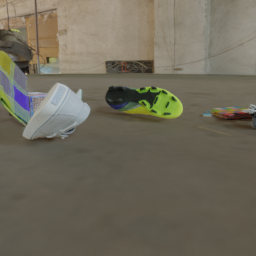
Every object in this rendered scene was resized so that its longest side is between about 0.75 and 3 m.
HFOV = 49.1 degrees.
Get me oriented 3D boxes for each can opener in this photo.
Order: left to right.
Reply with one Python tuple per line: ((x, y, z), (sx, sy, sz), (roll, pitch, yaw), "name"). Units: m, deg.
((3.816, -0.348, 8.179), (0.528, 0.667, 2.007), (7, 7, 36), "can opener")

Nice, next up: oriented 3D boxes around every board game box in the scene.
((-3.140, -0.790, 9.513), (1.476, 0.715, 1.176), (10, 16, 37), "board game box")

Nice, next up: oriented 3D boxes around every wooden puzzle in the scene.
((3.584, -0.538, 9.550), (2.150, 0.151, 1.275), (-6, 14, -14), "wooden puzzle")

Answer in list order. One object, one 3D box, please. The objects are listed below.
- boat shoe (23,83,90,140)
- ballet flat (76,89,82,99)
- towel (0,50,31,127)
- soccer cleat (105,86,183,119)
((-1.525, -0.166, 5.939), (0.889, 0.934, 2.595), (33, -31, -18), "boat shoe")
((-1.786, -0.924, 9.761), (0.314, 0.905, 0.314), (9, 28, -5), "ballet flat")
((-3.172, -1.129, 7.820), (0.224, 1.415, 1.971), (-21, 54, 4), "towel")
((0.530, -0.799, 8.897), (2.670, 0.863, 1.117), (13, -10, 29), "soccer cleat")
